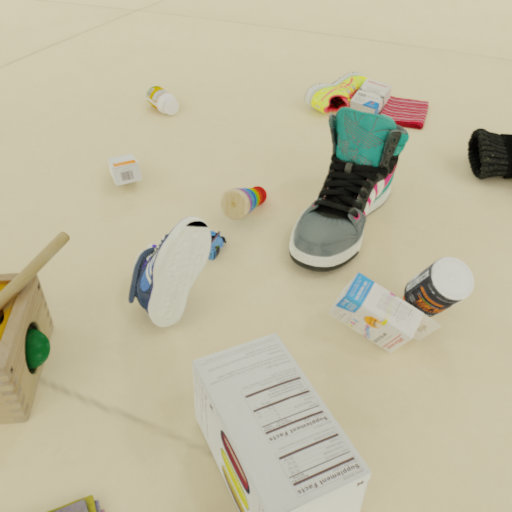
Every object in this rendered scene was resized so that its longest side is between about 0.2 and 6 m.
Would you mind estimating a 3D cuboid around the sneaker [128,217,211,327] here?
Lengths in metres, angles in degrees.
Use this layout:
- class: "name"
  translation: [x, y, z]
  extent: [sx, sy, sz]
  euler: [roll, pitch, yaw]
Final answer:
- class: "sneaker"
  translation: [-1.330, -0.012, 8.019]
  extent: [0.718, 1.782, 1.305]
  euler: [3, 31, -34]

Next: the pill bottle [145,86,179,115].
- class: "pill bottle"
  translation: [-2.300, -3.818, 13.826]
  extent: [0.516, 0.516, 0.930]
  euler: [-24, 45, -27]

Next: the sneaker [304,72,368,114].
- class: "sneaker"
  translation: [2.164, -3.944, 13.938]
  extent: [1.881, 0.735, 0.849]
  euler: [-25, 54, -20]

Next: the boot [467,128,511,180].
- class: "boot"
  translation: [5.292, -1.714, 10.848]
  extent: [1.843, 0.927, 2.465]
  euler: [5, 28, -5]

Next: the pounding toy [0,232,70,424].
- class: "pounding toy"
  translation: [-3.498, 0.905, 7.183]
  extent: [2.144, 1.524, 1.974]
  euler: [-3, 40, -4]

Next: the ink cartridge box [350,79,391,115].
- class: "ink cartridge box"
  translation: [2.808, -3.849, 13.736]
  extent: [0.679, 0.392, 0.930]
  euler: [26, 62, 22]

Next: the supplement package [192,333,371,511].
- class: "supplement package"
  translation: [0.173, 2.025, 6.093]
  extent: [1.100, 1.143, 2.009]
  euler: [-16, 41, -20]

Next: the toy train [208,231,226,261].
- class: "toy train"
  translation: [-0.743, -0.189, 9.565]
  extent: [0.348, 0.264, 0.609]
  euler: [21, 41, 11]

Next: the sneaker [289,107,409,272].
- class: "sneaker"
  translation: [1.637, -1.405, 9.583]
  extent: [1.446, 2.089, 3.459]
  euler: [17, 42, 20]

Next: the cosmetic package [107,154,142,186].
- class: "cosmetic package"
  translation: [-2.616, -1.723, 11.112]
  extent: [0.527, 0.370, 1.039]
  euler: [-15, 24, -14]

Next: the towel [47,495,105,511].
- class: "towel"
  translation: [-2.052, 3.405, 5.110]
  extent: [1.565, 0.248, 2.180]
  euler: [-12, 40, -16]

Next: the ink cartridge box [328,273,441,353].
- class: "ink cartridge box"
  translation: [1.728, 0.862, 7.616]
  extent: [1.298, 0.747, 0.440]
  euler: [32, 64, 5]

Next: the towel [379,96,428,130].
- class: "towel"
  translation: [3.621, -3.551, 13.778]
  extent: [1.122, 0.174, 1.551]
  euler: [13, 40, 14]

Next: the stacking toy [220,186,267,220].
- class: "stacking toy"
  translation: [-0.154, -1.047, 10.215]
  extent: [0.559, 0.559, 1.309]
  euler: [15, 21, 18]

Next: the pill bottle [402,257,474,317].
- class: "pill bottle"
  translation: [2.507, 0.499, 7.938]
  extent: [0.629, 1.184, 0.629]
  euler: [4, 68, -9]
